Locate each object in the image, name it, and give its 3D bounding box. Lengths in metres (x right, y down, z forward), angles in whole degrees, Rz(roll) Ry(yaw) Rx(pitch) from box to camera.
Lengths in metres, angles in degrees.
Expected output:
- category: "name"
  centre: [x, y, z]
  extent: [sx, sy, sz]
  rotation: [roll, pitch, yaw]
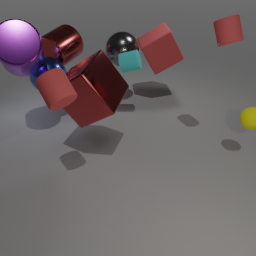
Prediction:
- category: "cube"
  centre: [-1.068, -1.106, 8.097]
  extent: [1.400, 1.400, 1.400]
  rotation: [-20, 31, 36]
- category: "cylinder"
  centre: [2.814, -2.723, 7.852]
  extent: [0.700, 0.700, 0.700]
  rotation: [-15, 11, 3]
- category: "ball"
  centre: [-0.240, -3.274, 11.656]
  extent: [1.400, 1.400, 1.400]
  rotation: [0, 31, 0]
- category: "cylinder"
  centre: [-3.369, -2.438, 8.739]
  extent: [1.400, 1.400, 1.400]
  rotation: [-9, -1, -14]
- category: "cylinder"
  centre: [0.079, -2.435, 10.265]
  extent: [0.700, 0.700, 0.700]
  rotation: [-9, 28, 15]
- category: "ball"
  centre: [3.830, -0.295, 8.649]
  extent: [0.700, 0.700, 0.700]
  rotation: [0, 31, 0]
- category: "cylinder"
  centre: [-1.604, -0.858, 6.273]
  extent: [0.700, 0.700, 0.700]
  rotation: [-26, 83, -37]
- category: "ball"
  centre: [-3.043, -2.027, 10.692]
  extent: [1.400, 1.400, 1.400]
  rotation: [0, 31, 0]
- category: "cube"
  centre: [1.393, -3.475, 12.256]
  extent: [1.400, 1.400, 1.400]
  rotation: [-27, 33, 12]
- category: "cylinder"
  centre: [-2.791, -3.339, 11.540]
  extent: [1.400, 1.400, 1.400]
  rotation: [16, 45, 24]
